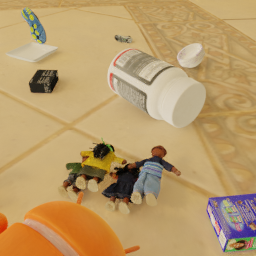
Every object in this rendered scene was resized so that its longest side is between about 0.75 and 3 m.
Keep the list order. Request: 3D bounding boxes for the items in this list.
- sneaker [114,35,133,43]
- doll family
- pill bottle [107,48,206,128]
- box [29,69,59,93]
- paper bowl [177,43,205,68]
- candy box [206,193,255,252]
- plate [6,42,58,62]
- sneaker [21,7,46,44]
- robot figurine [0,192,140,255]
[{"bbox_3d":[-0.176,-4.062,12.699,0.830,0.311,0.479,17,34,6],"label":"sneaker"},{"bbox_3d":[-0.190,0.847,5.589,2.380,0.934,1.376,15,35,11],"label":"doll family"},{"bbox_3d":[0.730,-1.126,7.704,1.469,1.469,2.579,-25,44,-30],"label":"pill bottle"},{"bbox_3d":[-2.737,-1.542,9.167,0.696,0.389,0.986,4,37,0],"label":"box"},{"bbox_3d":[2.357,-2.622,10.334,0.984,0.511,0.984,-25,36,20],"label":"paper bowl"},{"bbox_3d":[2.027,1.619,4.875,1.044,0.402,0.883,-4,35,-4],"label":"candy box"},{"bbox_3d":[-3.839,-3.043,11.322,1.503,0.243,1.506,16,39,22],"label":"plate"},{"bbox_3d":[-2.547,-2.836,7.809,0.411,0.481,1.160,-33,77,12],"label":"sneaker"},{"bbox_3d":[-1.142,2.077,3.172,2.152,1.745,2.992,1,30,43],"label":"robot figurine"}]
